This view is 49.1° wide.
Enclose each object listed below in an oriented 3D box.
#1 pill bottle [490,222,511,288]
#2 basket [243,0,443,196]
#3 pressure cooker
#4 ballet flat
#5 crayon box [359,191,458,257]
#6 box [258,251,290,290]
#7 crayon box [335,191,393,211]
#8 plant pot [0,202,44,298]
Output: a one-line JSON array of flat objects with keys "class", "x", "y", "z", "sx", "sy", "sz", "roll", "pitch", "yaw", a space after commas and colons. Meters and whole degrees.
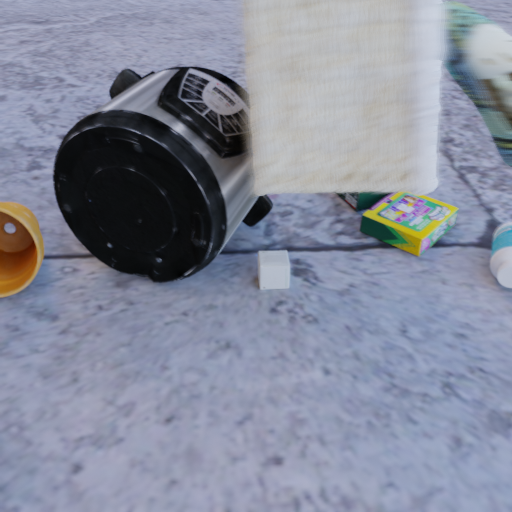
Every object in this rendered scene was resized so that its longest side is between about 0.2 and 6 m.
[{"class": "pill bottle", "x": 4.051, "y": 0.007, "z": 8.833, "sx": 0.649, "sy": 0.649, "sz": 1.171, "roll": 14, "pitch": 39, "yaw": 19}, {"class": "basket", "x": 1.047, "y": -2.258, "z": 7.153, "sx": 2.140, "sy": 2.661, "sz": 2.637, "roll": -1, "pitch": 18, "yaw": 6}, {"class": "pressure cooker", "x": -1.299, "y": -1.516, "z": 9.072, "sx": 2.883, "sy": 2.838, "sz": 3.227, "roll": 6, "pitch": 35, "yaw": 20}, {"class": "ballet flat", "x": 3.281, "y": -2.285, "z": 7.347, "sx": 0.967, "sy": 2.605, "sz": 0.967, "roll": -36, "pitch": 21, "yaw": 17}, {"class": "crayon box", "x": 2.715, "y": -0.636, "z": 9.930, "sx": 1.178, "sy": 0.398, "sz": 1.366, "roll": 29, "pitch": 45, "yaw": 32}, {"class": "box", "x": 0.268, "y": 0.217, "z": 8.681, "sx": 0.475, "sy": 0.472, "sz": 0.407, "roll": -2, "pitch": 36, "yaw": -2}, {"class": "crayon box", "x": 2.185, "y": -1.571, "z": 11.174, "sx": 1.365, "sy": 0.461, "sz": 1.582, "roll": -13, "pitch": 38, "yaw": -20}, {"class": "plant pot", "x": -3.966, "y": -0.247, "z": 8.710, "sx": 1.420, "sy": 1.420, "sz": 1.300, "roll": -5, "pitch": 20, "yaw": -7}]
